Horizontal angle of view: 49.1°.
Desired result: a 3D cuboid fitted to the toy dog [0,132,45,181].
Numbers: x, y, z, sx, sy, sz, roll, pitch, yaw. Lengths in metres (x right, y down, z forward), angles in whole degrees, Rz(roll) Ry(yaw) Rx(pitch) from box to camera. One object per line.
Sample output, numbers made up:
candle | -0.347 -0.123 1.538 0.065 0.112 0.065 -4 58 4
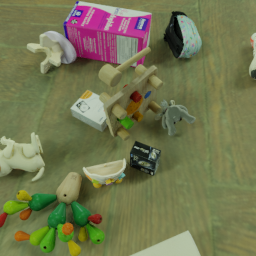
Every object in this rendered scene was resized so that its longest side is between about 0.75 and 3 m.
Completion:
toy dog | -3.165 0.878 7.899 1.454 1.015 1.410 -15 94 -11

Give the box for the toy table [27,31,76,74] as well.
toy table | -2.743 -2.735 9.969 1.598 1.469 0.936 23 43 25

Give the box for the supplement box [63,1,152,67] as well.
supplement box | -0.693 -3.411 10.263 2.864 1.480 1.449 12 57 6

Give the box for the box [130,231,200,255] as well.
box | 0.533 3.273 6.013 2.105 1.346 1.147 -18 59 -11

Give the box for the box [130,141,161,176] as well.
box | 0.472 0.864 7.807 0.765 0.934 0.402 21 60 13

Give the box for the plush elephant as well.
plush elephant | 1.342 -0.398 8.692 0.920 0.865 1.117 -39 92 1

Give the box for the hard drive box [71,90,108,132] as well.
hard drive box | -1.073 -0.570 9.020 1.189 0.457 0.927 27 62 16

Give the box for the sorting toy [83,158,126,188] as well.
sorting toy | -0.531 1.195 7.354 1.204 1.084 0.643 -11 81 -11

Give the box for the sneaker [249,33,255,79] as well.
sneaker | 5.002 -2.829 10.316 1.380 1.040 2.953 28 63 40

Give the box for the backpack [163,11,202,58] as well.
backpack | 2.022 -3.367 10.400 1.000 1.318 1.579 -9 63 -11

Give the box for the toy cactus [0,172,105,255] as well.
toy cactus | -1.737 1.972 6.994 2.573 1.316 2.123 10 44 7

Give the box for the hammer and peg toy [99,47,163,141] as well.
hammer and peg toy | 0.159 -0.887 7.675 1.912 2.600 0.917 -40 67 -16
